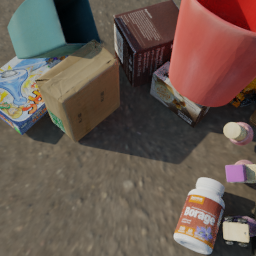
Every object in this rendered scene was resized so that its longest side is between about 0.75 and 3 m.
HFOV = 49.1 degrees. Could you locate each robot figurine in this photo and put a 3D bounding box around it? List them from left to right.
[{"bbox_3d":[3.670,-1.374,8.928,1.339,0.538,1.847,41,68,20],"label":"robot figurine"}]

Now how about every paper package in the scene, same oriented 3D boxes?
[{"bbox_3d":[-1.262,-0.951,7.790,1.090,2.107,2.008,41,68,20],"label":"paper package"}]

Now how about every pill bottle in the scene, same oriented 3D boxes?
[{"bbox_3d":[1.791,2.082,6.799,0.916,0.916,1.632,21,63,11],"label":"pill bottle"}]

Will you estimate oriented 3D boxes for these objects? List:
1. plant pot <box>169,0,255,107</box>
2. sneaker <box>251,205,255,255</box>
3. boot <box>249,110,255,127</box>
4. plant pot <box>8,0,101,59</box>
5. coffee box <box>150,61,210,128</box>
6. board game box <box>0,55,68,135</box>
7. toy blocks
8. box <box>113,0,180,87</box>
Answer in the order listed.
[{"bbox_3d":[2.308,-2.026,7.091,2.728,2.414,2.728,8,48,-9],"label":"plant pot"},{"bbox_3d":[3.629,2.370,6.736,1.021,0.707,1.692,12,69,12],"label":"sneaker"},{"bbox_3d":[4.323,-0.724,8.540,0.587,0.601,1.594,36,66,20],"label":"boot"},{"bbox_3d":[-2.240,-2.750,7.921,2.177,1.539,1.538,-12,98,32],"label":"plant pot"},{"bbox_3d":[1.590,-1.004,8.446,0.721,1.035,1.809,-40,69,-21],"label":"coffee box"},{"bbox_3d":[-2.983,-1.409,8.765,1.954,0.498,2.887,35,63,10],"label":"board game box"},{"bbox_3d":[3.844,1.247,6.847,2.698,2.430,2.887,-3,83,31],"label":"toy blocks"},{"bbox_3d":[0.766,-2.689,8.989,2.048,1.699,1.682,-20,63,-11],"label":"box"}]
